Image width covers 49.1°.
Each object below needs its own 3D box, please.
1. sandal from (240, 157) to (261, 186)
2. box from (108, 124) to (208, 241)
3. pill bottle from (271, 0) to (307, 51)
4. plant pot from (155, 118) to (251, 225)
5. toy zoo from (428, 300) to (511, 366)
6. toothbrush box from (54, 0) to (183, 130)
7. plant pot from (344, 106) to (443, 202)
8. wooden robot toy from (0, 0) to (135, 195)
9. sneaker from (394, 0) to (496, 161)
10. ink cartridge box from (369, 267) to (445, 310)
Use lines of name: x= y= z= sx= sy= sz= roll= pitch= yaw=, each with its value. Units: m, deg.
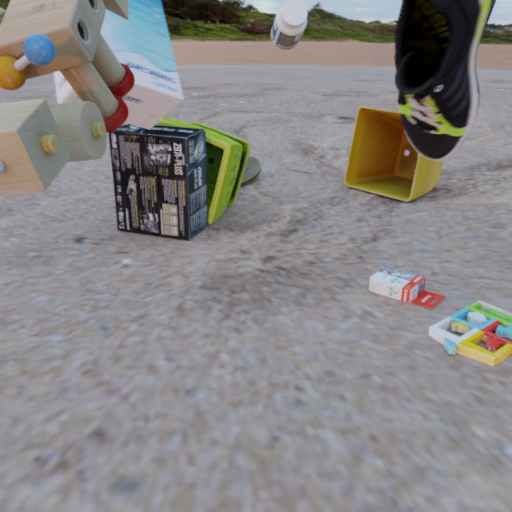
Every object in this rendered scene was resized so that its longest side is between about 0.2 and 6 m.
sandal: x=-0.992 y=-2.043 z=13.143 sx=2.970 sy=0.802 sz=1.193 roll=-21 pitch=31 yaw=-40
box: x=-1.745 y=-1.361 z=10.175 sx=1.543 sy=1.884 sz=0.811 roll=8 pitch=25 yaw=18
pill bottle: x=0.648 y=-4.490 z=10.897 sx=0.620 sy=0.620 sz=1.065 roll=-3 pitch=-2 yaw=-7
plant pot: x=-1.106 y=-1.785 z=11.256 sx=1.665 sy=1.673 sz=1.519 roll=23 pitch=24 yaw=15
toy zoo: x=2.801 y=0.964 z=6.980 sx=1.353 sy=0.138 sz=0.888 roll=-18 pitch=30 yaw=-36
toothbrush box: x=-2.199 y=-3.256 z=8.550 sx=0.950 sy=2.228 sz=1.631 roll=-30 pitch=-22 yaw=38
plant pot: x=3.345 y=-2.323 z=12.809 sx=1.609 sy=1.825 sz=1.825 roll=-6 pitch=21 yaw=-44
wooden robot toy: x=-2.204 y=-1.812 z=5.432 sx=1.553 sy=1.508 sz=3.423 roll=-4 pitch=56 yaw=10
sneaker: x=2.295 y=-2.539 z=7.756 sx=1.250 sy=3.486 sz=1.443 roll=32 pitch=64 yaw=31
ink cartridge box: x=2.172 y=0.446 z=8.048 sx=0.963 sy=0.242 sz=0.524 roll=17 pitch=29 yaw=36
